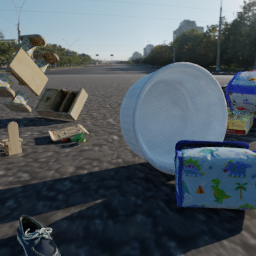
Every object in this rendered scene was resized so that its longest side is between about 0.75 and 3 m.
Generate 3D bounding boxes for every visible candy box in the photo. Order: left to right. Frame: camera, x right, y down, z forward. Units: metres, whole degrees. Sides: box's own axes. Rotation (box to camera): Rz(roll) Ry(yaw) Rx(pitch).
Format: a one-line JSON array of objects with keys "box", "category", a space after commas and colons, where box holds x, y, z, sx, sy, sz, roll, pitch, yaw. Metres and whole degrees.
[{"box": [3.377, -0.219, 8.929, 0.988, 0.473, 1.712, 8, 15, 29], "category": "candy box"}]

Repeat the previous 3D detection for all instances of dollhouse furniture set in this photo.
[{"box": [-3.637, 0.132, 6.551, 1.831, 0.894, 1.562, 13, 18, 42], "category": "dollhouse furniture set"}, {"box": [-2.899, -1.510, 9.689, 1.759, 2.321, 2.648, 6, -29, 27], "category": "dollhouse furniture set"}]

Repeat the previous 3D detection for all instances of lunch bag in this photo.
[{"box": [1.361, 0.664, 4.451, 1.229, 0.921, 1.445, 1, 2, 9], "category": "lunch bag"}, {"box": [5.228, -1.215, 10.263, 2.548, 1.856, 2.998, 10, 9, 34], "category": "lunch bag"}]

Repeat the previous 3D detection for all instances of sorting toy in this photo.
[{"box": [-1.606, 0.211, 7.663, 1.001, 0.199, 1.354, -12, 17, -19], "category": "sorting toy"}]

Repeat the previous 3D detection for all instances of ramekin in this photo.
[{"box": [0.844, -0.194, 5.590, 2.083, 2.083, 1.015, -6, 7, -24], "category": "ramekin"}]

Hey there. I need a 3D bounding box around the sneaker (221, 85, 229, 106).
[{"box": [4.792, -1.592, 14.136, 2.577, 0.967, 1.488, 2, 4, -41], "category": "sneaker"}]

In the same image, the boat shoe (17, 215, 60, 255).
[{"box": [-1.030, 1.249, 3.178, 0.317, 0.261, 0.846, -10, 16, -35], "category": "boat shoe"}]
